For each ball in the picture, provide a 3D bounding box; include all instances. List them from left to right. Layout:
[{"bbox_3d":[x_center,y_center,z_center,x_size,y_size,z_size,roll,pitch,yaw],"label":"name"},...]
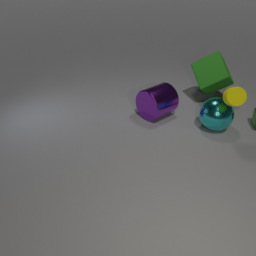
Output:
[{"bbox_3d":[3.642,-0.571,11.538,1.400,1.400,1.400,0,32,0],"label":"ball"}]

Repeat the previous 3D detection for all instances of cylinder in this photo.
[{"bbox_3d":[1.294,-1.181,12.479,1.400,1.400,1.400,-25,40,-33],"label":"cylinder"},{"bbox_3d":[3.938,-1.158,10.367,0.700,0.700,0.700,4,6,7],"label":"cylinder"}]

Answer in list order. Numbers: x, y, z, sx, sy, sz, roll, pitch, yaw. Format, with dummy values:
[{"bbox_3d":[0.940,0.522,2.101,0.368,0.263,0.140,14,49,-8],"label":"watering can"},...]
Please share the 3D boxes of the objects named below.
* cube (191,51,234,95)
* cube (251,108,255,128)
[{"bbox_3d":[4.080,-2.607,13.515,1.400,1.400,1.400,-23,-16,25],"label":"cube"},{"bbox_3d":[5.673,-0.395,11.743,0.700,0.700,0.700,8,20,7],"label":"cube"}]
